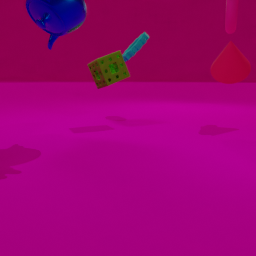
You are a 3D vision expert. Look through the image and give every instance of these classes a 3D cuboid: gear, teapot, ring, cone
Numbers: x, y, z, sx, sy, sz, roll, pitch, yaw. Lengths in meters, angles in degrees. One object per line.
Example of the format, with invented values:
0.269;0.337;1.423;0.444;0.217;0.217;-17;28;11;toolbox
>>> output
0.269;-3.155;10.922;0.245;1.323;1.323;42;-1;-17;gear
-1.594;-2.493;5.997;1.301;1.024;2.092;29;-22;0;teapot
3.344;-3.854;8.972;0.318;1.589;1.589;5;11;21;ring
3.033;-2.137;8.281;1.183;1.183;1.188;4;-28;21;cone

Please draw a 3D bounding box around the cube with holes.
-0.596;-1.766;8.589;0.820;0.820;0.820;-28;13;-24;cube with holes
